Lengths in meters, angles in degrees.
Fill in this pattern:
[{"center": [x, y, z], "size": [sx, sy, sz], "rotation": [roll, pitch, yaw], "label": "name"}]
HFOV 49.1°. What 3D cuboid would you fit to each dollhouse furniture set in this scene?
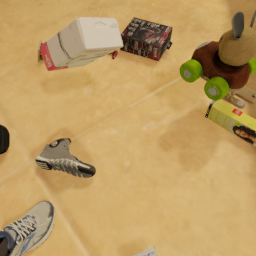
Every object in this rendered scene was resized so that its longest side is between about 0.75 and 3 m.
[{"center": [4.730, -1.808, 11.635], "size": [1.477, 1.813, 1.724], "rotation": [34, 63, 22], "label": "dollhouse furniture set"}]

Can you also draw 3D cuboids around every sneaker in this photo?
[{"center": [-2.122, 0.955, 10.225], "size": [2.276, 0.854, 1.314], "rotation": [11, 53, 9], "label": "sneaker"}, {"center": [-3.233, 3.257, 8.330], "size": [1.045, 1.155, 2.712], "rotation": [27, 58, 18], "label": "sneaker"}]

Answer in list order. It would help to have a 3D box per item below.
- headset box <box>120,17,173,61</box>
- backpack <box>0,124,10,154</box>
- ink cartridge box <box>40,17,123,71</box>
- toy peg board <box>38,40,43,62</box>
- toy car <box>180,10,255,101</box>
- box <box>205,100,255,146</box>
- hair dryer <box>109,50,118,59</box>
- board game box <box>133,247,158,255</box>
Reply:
[{"center": [1.032, -4.481, 14.127], "size": [2.416, 0.906, 1.796], "rotation": [19, 56, 14], "label": "headset box"}, {"center": [-5.828, 0.430, 9.943], "size": [2.528, 2.109, 1.600], "rotation": [-8, 60, 1], "label": "backpack"}, {"center": [-1.487, -2.599, 8.834], "size": [1.601, 2.186, 0.905], "rotation": [-21, 97, -44], "label": "ink cartridge box"}, {"center": [-4.167, -3.741, 13.718], "size": [0.390, 0.794, 0.797], "rotation": [7, 53, -14], "label": "toy peg board"}, {"center": [3.337, -2.722, 9.216], "size": [2.273, 2.768, 2.184], "rotation": [-35, 64, -28], "label": "toy car"}, {"center": [4.238, -0.263, 11.096], "size": [2.291, 0.862, 0.574], "rotation": [35, 61, 24], "label": "box"}, {"center": [-0.819, -3.731, 14.071], "size": [0.650, 0.232, 0.854], "rotation": [-30, 53, 1], "label": "hair dryer"}, {"center": [0.658, 4.338, 7.718], "size": [0.871, 0.856, 1.662], "rotation": [-18, 56, -13], "label": "board game box"}]
